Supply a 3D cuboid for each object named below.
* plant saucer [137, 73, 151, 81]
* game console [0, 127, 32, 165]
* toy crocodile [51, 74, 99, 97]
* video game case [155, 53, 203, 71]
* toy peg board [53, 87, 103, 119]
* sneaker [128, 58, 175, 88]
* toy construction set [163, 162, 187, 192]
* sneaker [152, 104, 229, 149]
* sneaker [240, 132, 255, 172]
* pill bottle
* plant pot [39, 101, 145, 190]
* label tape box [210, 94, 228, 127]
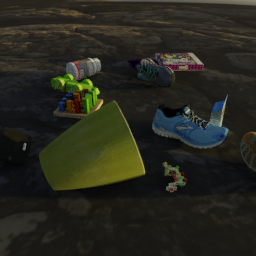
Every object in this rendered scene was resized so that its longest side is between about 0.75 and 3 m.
[{"bbox_3d":[1.331,-3.051,15.805,1.610,0.221,1.610,-1,31,0],"label":"plant saucer"},{"bbox_3d":[-4.163,0.814,9.385,1.466,0.970,1.667,22,24,-23],"label":"game console"},{"bbox_3d":[-2.626,-1.968,13.532,2.729,0.843,0.921,19,35,20],"label":"toy crocodile"},{"bbox_3d":[3.088,-4.103,17.245,2.473,0.443,2.241,-2,32,-6],"label":"video game case"},{"bbox_3d":[-2.136,-1.188,12.083,1.685,0.827,1.692,7,31,10],"label":"toy peg board"},{"bbox_3d":[1.108,-2.833,14.335,1.287,1.094,2.940,-1,26,-33],"label":"sneaker"},{"bbox_3d":[1.326,1.423,8.087,0.629,0.442,0.959,20,36,-14],"label":"toy construction set"},{"bbox_3d":[2.152,-0.149,9.918,2.782,1.251,1.090,15,34,23],"label":"sneaker"},{"bbox_3d":[4.527,1.065,8.434,1.166,1.006,2.661,6,29,-23],"label":"sneaker"},{"bbox_3d":[-2.400,-3.286,15.419,1.807,1.000,1.000,-26,40,-37],"label":"pill bottle"},{"bbox_3d":[-1.096,0.743,7.873,2.441,2.284,2.284,-23,35,-6],"label":"plant pot"},{"bbox_3d":[3.387,-0.558,10.577,0.406,1.281,0.924,13,33,21],"label":"label tape box"}]
